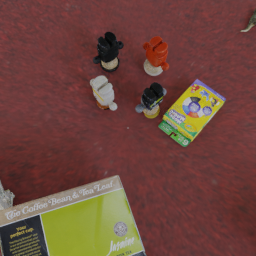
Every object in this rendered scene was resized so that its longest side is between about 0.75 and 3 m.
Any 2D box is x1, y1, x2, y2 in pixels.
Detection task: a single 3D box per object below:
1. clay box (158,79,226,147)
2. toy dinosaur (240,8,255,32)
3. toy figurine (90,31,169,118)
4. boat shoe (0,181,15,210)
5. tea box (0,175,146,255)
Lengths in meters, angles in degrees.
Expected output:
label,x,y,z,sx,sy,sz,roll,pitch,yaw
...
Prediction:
label,x,y,z,sx,sy,sz,roll,pitch,yaw
clay box,1.749,-0.421,7.723,1.008,0.418,1.755,39,72,15
toy dinosaur,4.129,-3.414,9.012,0.543,0.292,1.232,28,70,26
toy figurine,0.048,-1.386,7.645,2.101,1.462,2.068,4,74,0
boat shoe,-3.123,1.410,6.728,0.586,0.674,1.828,-32,88,-29
tea box,-1.051,2.560,5.689,2.441,1.631,2.401,-13,69,-16
